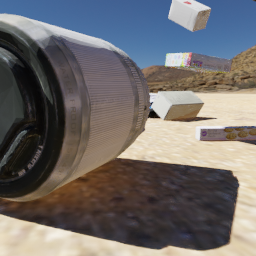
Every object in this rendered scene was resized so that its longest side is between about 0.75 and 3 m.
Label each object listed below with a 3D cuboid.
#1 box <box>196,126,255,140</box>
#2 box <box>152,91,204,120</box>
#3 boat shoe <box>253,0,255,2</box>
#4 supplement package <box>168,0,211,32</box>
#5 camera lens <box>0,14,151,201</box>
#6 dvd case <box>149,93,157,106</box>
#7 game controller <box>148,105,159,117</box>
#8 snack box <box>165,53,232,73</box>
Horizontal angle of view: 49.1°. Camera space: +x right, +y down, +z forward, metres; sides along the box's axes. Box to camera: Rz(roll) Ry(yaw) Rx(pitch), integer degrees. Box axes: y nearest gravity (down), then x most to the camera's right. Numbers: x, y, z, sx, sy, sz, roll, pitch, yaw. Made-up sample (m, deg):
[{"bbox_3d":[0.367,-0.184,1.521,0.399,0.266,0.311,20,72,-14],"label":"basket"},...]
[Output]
[{"bbox_3d":[2.441,0.120,6.812,1.556,0.323,0.301,0,9,-6],"label":"box"},{"bbox_3d":[1.983,-0.911,11.051,1.924,0.748,0.914,-6,44,-36],"label":"box"},{"bbox_3d":[3.754,-3.863,8.085,1.315,0.396,0.469,10,-27,-40],"label":"boat shoe"},{"bbox_3d":[2.210,-4.145,10.142,0.753,0.743,1.241,-26,54,-33],"label":"supplement package"},{"bbox_3d":[-0.947,-0.308,3.844,2.002,2.002,2.503,4,10,24],"label":"camera lens"},{"bbox_3d":[0.502,-1.258,13.005,2.681,0.214,1.993,-15,18,-31],"label":"dvd case"},{"bbox_3d":[0.750,-0.862,12.491,1.396,0.564,2.677,-5,9,-32],"label":"game controller"},{"bbox_3d":[1.733,-1.592,6.904,1.326,0.351,0.943,1,9,-30],"label":"snack box"}]
